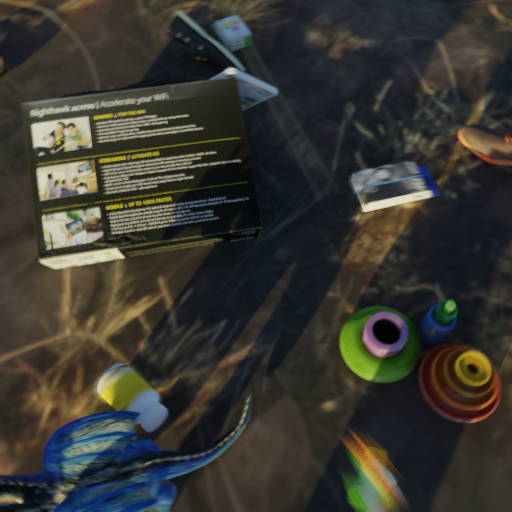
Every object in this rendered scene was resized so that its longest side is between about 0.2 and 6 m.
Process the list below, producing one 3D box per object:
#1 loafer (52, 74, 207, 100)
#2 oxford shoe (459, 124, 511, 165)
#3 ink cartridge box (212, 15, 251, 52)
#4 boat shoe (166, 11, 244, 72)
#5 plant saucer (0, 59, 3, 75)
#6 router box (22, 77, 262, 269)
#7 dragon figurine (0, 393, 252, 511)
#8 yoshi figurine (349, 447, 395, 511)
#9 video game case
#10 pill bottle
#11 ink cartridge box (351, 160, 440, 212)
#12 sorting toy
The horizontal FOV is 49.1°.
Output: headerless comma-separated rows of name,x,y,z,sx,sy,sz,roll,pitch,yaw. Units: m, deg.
loafer,-2.332,-2.703,11.115,3.402,1.242,1.214,-13,93,-6
oxford shoe,5.081,-2.192,10.883,2.186,0.793,0.778,22,62,12
ink cartridge box,-0.582,-5.210,12.911,0.553,0.316,1.066,-23,63,-13
boat shoe,-1.118,-4.553,12.375,2.048,0.749,0.642,41,101,12
plant saucer,-6.291,-4.047,12.292,1.431,0.231,1.431,0,61,1
router box,-1.958,-1.462,9.857,3.771,0.963,2.813,-8,81,-6
dragon figurine,-1.938,2.824,7.175,4.370,2.173,1.286,-16,62,-9
yoshi figurine,1.448,3.019,7.379,0.538,0.957,0.536,-8,22,-21
video game case,-0.390,-3.120,10.612,1.189,1.082,0.141,10,75,-44
pill bottle,-1.851,2.150,8.442,1.046,0.586,0.586,35,66,23
ink cartridge box,2.686,-1.375,10.702,1.569,0.308,0.780,-13,61,-9
sorting toy,2.631,1.404,8.645,2.574,1.057,1.547,27,64,15
